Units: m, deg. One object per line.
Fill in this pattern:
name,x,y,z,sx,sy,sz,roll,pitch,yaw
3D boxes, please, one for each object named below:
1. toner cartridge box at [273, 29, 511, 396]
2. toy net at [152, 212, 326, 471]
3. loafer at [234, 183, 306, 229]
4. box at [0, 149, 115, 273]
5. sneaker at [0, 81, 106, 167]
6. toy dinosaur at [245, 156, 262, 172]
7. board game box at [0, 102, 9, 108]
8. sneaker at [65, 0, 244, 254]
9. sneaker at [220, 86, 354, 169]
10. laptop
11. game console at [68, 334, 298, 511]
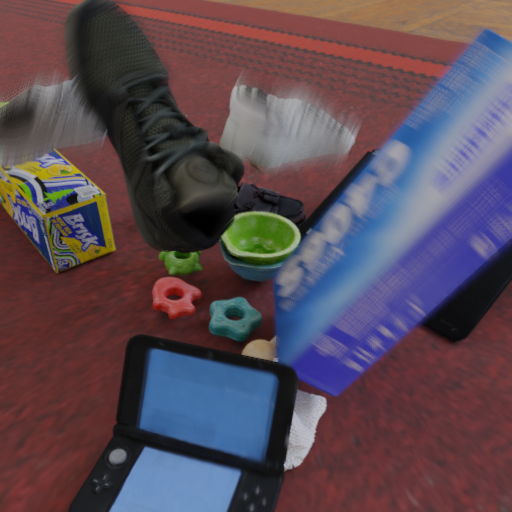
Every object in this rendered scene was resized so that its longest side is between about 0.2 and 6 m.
toner cartridge box,1.602,-0.373,5.958,0.820,3.800,1.805,29,29,-20
toy net,-0.273,0.794,7.027,2.071,0.762,3.947,1,37,-9
loafer,-0.425,-0.884,9.416,2.556,0.805,0.919,2,36,3
box,-3.577,-1.051,9.371,1.029,1.121,3.200,-24,43,-29
sneaker,-2.704,-1.971,7.729,2.265,0.929,0.846,-31,81,-9
toy dinosaur,0.137,-2.008,9.393,1.032,0.587,1.943,-54,22,-1
board game box,-6.203,-2.487,11.645,3.214,0.765,1.633,-8,37,-11
sneaker,-1.117,-1.528,6.788,1.263,3.305,1.893,-28,21,-31
sneaker,0.424,-1.608,7.528,2.228,0.903,0.837,1,36,-42
laptop,3.081,-0.365,9.242,3.651,1.885,3.235,-1,27,-48
game console,-0.673,1.778,5.261,1.836,1.069,1.615,9,35,15
